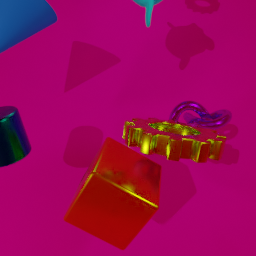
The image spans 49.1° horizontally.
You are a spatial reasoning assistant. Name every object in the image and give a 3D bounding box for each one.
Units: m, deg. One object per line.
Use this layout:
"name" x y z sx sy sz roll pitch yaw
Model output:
"monkey head" 0.413 -3.083 5.391 1.184 1.413 1.965 -22 99 1
"cylinder" -2.296 0.143 5.072 0.851 0.851 0.851 -8 26 4
"cone" -2.552 -2.033 5.760 1.587 1.587 1.593 27 84 9
"gear" 0.678 0.134 4.200 1.477 1.477 0.273 8 102 3
"knot shape" 1.556 -0.150 5.790 1.157 1.236 0.571 -7 68 41
"cube" -0.222 1.126 4.968 1.194 1.194 1.194 29 27 -6
